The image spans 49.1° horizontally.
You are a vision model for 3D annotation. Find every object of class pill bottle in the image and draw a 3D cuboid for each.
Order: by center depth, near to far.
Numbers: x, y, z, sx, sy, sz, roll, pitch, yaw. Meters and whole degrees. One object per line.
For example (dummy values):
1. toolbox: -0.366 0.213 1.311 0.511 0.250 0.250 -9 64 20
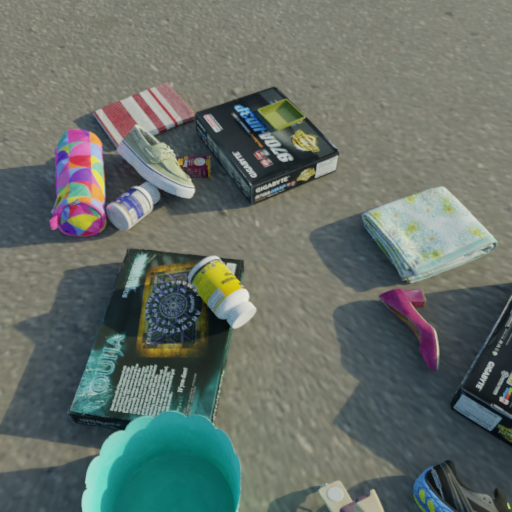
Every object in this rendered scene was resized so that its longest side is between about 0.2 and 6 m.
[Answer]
1. pill bottle: -0.537 0.600 9.092 0.639 0.639 1.137 -33 68 -23
2. pill bottle: -2.381 -1.005 10.981 0.600 0.600 1.003 28 50 20

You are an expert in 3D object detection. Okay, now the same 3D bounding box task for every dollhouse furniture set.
1. dollhouse furniture set: 0.705 3.445 7.245 1.511 1.197 1.072 -18 38 -18

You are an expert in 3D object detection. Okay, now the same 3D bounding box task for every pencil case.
1. pencil case: -3.524 -1.467 11.125 1.050 1.050 2.375 -8 50 -7

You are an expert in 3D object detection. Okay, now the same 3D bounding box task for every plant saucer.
1. plant saucer: 0.536 -2.990 12.032 0.760 0.182 0.761 -26 56 -19

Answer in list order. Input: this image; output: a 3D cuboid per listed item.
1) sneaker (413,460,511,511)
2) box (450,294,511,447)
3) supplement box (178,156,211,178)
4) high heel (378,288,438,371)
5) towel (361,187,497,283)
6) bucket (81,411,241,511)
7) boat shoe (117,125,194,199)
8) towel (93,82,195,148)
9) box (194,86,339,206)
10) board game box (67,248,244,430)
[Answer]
1. sneaker: 3.131 3.578 7.250 0.931 0.797 2.247 -38 58 -18
2. box: 4.857 1.753 8.742 2.461 0.712 3.096 30 57 21
3. supplement box: -1.308 -1.890 11.893 0.693 0.297 0.382 0 52 1
4. high heel: 2.545 1.215 9.337 0.760 0.534 1.584 -9 56 7
5. towel: 3.249 -0.468 10.656 2.017 0.486 1.726 -19 55 -14
6. bucket: -1.141 3.154 7.266 2.019 1.314 2.019 0 51 0
7. boat shoe: -2.042 -1.963 11.465 2.313 0.718 0.833 38 18 29
8. towel: -2.596 -3.253 13.037 1.997 0.227 1.439 -28 59 -18
9. box: 0.184 -2.471 12.142 2.126 0.615 2.675 -23 55 -17
10. board game box: -1.506 1.311 9.267 2.177 0.453 3.218 7 52 5
